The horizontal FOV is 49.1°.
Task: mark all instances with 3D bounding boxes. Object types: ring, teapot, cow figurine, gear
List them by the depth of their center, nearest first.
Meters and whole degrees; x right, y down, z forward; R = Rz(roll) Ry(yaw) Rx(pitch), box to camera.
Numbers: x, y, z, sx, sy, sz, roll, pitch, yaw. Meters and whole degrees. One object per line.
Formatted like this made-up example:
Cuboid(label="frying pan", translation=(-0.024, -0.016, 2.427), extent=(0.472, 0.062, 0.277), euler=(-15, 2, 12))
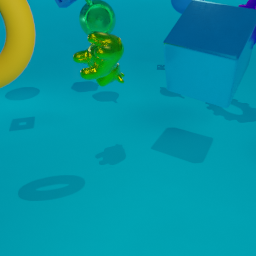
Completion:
Cuboid(label="ring", translation=(-1.700, -1.022, 2.821), extent=(1.456, 1.456, 0.291), euler=(-5, 34, -10))
Cuboid(label="cow figurine", translation=(-0.350, -1.140, 4.758), extent=(1.119, 1.137, 0.624), euler=(-14, 73, -43))
Cuboid(label="gear", translation=(3.670, -2.834, 6.841), extent=(1.922, 1.922, 0.355), euler=(25, 2, 39))
Cuboid(label="teapot", translation=(1.716, -3.824, 8.051), extent=(0.974, 0.767, 1.566), euler=(-33, 73, -13))
Cuboid(label="teapot", translation=(-0.841, -3.109, 8.175), extent=(1.089, 1.751, 0.857), euler=(-30, 24, 0))

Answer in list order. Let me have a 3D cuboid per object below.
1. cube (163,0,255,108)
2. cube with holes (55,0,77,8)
Cuboid(label="cube", translation=(1.528, -1.380, 5.237), extent=(1.276, 1.276, 1.276), euler=(21, 64, 24))
Cuboid(label="cube with holes", translation=(-1.878, -4.262, 8.471), extent=(0.842, 0.842, 0.842), euler=(-28, 19, 14))
